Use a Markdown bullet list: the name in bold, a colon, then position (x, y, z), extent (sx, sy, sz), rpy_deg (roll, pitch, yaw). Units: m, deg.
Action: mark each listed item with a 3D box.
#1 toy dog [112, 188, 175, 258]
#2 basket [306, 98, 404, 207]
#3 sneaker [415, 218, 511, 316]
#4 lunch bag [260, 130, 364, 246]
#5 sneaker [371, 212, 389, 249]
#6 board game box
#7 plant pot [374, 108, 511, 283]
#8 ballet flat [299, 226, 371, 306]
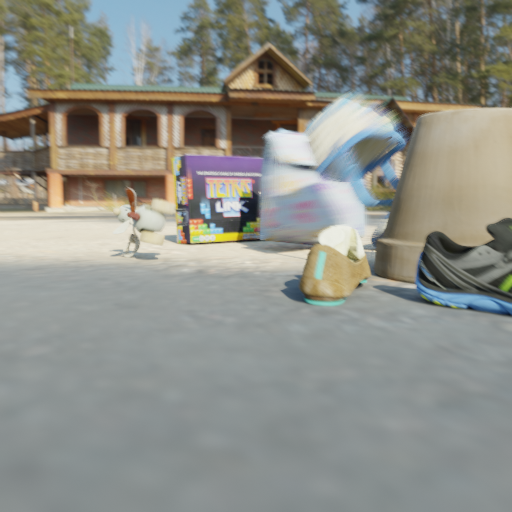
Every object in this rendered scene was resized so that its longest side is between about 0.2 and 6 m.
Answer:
- **toy dog**: position (-2.296, -0.703, 10.472), extent (0.846, 1.158, 1.756), rpy_deg (18, -23, -40)
- **basket**: position (1.816, -1.656, 9.542), extent (1.334, 1.917, 1.690), rpy_deg (-32, -15, 33)
- **sneaker**: position (2.686, 0.107, 5.581), extent (2.308, 0.956, 0.818), rpy_deg (5, 9, 40)
- **lunch bag**: position (1.238, -1.583, 12.629), extent (2.119, 2.499, 1.589), rpy_deg (6, -15, -18)
- **sneaker**: position (4.179, -0.905, 11.812), extent (3.643, 1.552, 1.404), rpy_deg (-31, -8, 18)
- **board game box**: position (-0.814, -1.473, 14.730), extent (2.690, 2.224, 0.763), rpy_deg (-6, 4, -38)
- **plant pot**: position (3.179, -0.861, 8.256), extent (2.737, 2.375, 2.737), rpy_deg (1, 7, 0)
- **ballet flat**: position (1.002, 0.038, 6.957), extent (0.763, 0.814, 2.251), rpy_deg (4, 7, 19)
